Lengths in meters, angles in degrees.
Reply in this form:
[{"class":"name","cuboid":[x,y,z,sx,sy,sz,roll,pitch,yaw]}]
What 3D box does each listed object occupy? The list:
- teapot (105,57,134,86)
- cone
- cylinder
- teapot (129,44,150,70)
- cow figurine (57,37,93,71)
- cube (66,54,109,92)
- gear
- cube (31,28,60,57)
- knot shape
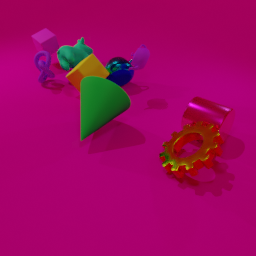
[{"class":"teapot","cuboid":[-0.403,-2.059,10.042,1.773,1.102,0.868,-20,55,9]},{"class":"cone","cuboid":[-0.905,-0.301,7.448,1.518,1.518,1.523,15,64,20]},{"class":"cylinder","cuboid":[2.145,-0.192,7.524,1.062,1.062,1.062,26,43,31]},{"class":"teapot","cuboid":[0.341,-2.189,8.841,0.550,0.699,1.123,24,69,-6]},{"class":"cow figurine","cuboid":[-2.065,-2.873,10.896,1.748,0.959,1.720,3,47,-47]},{"class":"cube","cuboid":[-1.360,-1.781,9.451,0.883,0.883,0.883,-15,33,52]},{"class":"gear","cuboid":[1.467,0.480,6.603,1.508,0.279,1.508,-29,30,18]},{"class":"cube","cuboid":[-3.303,-3.429,11.277,0.713,0.713,0.713,-39,62,-22]},{"class":"knot shape","cuboid":[-2.981,-2.128,10.049,0.535,1.157,1.083,-11,29,-27]}]
